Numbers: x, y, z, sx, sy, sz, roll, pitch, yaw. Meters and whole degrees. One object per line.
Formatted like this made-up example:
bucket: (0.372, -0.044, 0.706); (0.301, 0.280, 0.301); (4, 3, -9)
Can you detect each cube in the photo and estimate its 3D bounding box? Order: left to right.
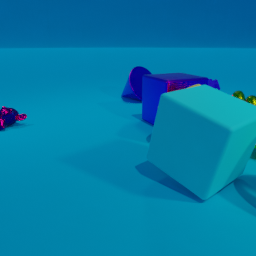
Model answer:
cube: (1.324, -0.821, 8.170); (1.383, 1.383, 1.383); (-8, 19, -24)
cube: (1.281, 0.147, 4.693); (1.274, 1.274, 1.274); (-17, 38, -41)

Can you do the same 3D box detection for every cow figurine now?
cow figurine: (2.643, 0.022, 6.347); (0.936, 1.677, 1.705); (12, -26, -27)

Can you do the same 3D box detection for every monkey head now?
monkey head: (-3.446, -0.224, 7.907); (1.055, 0.759, 0.636); (-9, -22, 11)

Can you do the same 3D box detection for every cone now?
cone: (0.173, -1.582, 11.690); (1.499, 1.499, 1.504); (-16, -3, -42)

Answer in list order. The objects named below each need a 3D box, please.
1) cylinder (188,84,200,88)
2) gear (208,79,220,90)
cylinder: (1.392, -0.274, 6.367); (1.076, 1.076, 1.076); (-29, 8, 4)
gear: (2.747, -1.413, 10.794); (1.519, 0.281, 1.519); (-23, 21, 9)
